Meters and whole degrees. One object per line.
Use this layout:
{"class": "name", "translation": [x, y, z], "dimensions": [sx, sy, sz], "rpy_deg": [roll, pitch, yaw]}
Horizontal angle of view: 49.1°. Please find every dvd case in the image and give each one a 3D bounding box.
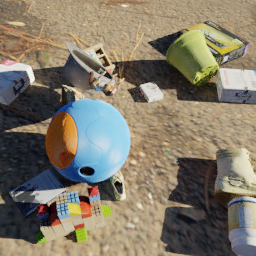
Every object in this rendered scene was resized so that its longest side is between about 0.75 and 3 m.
{"class": "dvd case", "translation": [-3.026, 2.157, 9.428], "dimensions": [1.540, 0.190, 1.157], "rpy_deg": [-31, 55, -26]}

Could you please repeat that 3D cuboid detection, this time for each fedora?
{"class": "fedora", "translation": [-1.752, -2.219, 11.290], "dimensions": [2.455, 1.109, 2.171], "rpy_deg": [31, 20, -28]}

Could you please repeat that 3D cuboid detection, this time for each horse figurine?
{"class": "horse figurine", "translation": [-0.811, -1.474, 9.298], "dimensions": [1.416, 0.353, 0.938], "rpy_deg": [20, 64, 29]}

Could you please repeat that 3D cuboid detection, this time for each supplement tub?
{"class": "supplement tub", "translation": [3.482, 2.882, 8.187], "dimensions": [1.047, 1.047, 1.450], "rpy_deg": [9, 48, 8]}

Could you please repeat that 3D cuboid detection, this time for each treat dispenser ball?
{"class": "treat dispenser ball", "translation": [-1.303, 0.422, 9.305], "dimensions": [2.781, 2.781, 2.781], "rpy_deg": [0, 48, 0]}

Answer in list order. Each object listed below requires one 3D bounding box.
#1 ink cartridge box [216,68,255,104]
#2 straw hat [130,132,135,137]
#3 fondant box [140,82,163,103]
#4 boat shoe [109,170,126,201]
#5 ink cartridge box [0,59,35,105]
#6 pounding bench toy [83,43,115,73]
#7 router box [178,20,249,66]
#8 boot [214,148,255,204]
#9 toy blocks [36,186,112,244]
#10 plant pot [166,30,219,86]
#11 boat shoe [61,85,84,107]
{"class": "ink cartridge box", "translation": [5.115, -1.901, 12.661], "dimensions": [2.010, 0.847, 1.467], "rpy_deg": [5, 48, 4]}
{"class": "straw hat", "translation": [-0.379, 0.239, 10.929], "dimensions": [1.203, 1.203, 0.509], "rpy_deg": [35, 98, 28]}
{"class": "fondant box", "translation": [1.060, -1.649, 12.819], "dimensions": [0.716, 0.289, 0.993], "rpy_deg": [-17, 51, -15]}
{"class": "boat shoe", "translation": [-0.359, 1.826, 9.566], "dimensions": [0.474, 0.427, 1.315], "rpy_deg": [-9, 48, -8]}
{"class": "ink cartridge box", "translation": [-5.563, -2.131, 12.866], "dimensions": [1.464, 0.853, 2.022], "rpy_deg": [18, 50, 16]}
{"class": "pounding bench toy", "translation": [-1.557, -2.825, 13.409], "dimensions": [1.140, 1.835, 1.431], "rpy_deg": [-28, 85, -21]}
{"class": "router box", "translation": [4.523, -4.603, 15.147], "dimensions": [2.357, 0.783, 2.998], "rpy_deg": [-26, 53, -22]}
{"class": "boot", "translation": [4.219, 1.681, 9.409], "dimensions": [2.565, 0.933, 1.993], "rpy_deg": [7, 47, 10]}
{"class": "toy blocks", "translation": [-1.658, 2.482, 8.167], "dimensions": [2.358, 1.612, 1.178], "rpy_deg": [-12, 49, -10]}
{"class": "plant pot", "translation": [3.179, -3.126, 13.202], "dimensions": [2.104, 2.104, 1.934], "rpy_deg": [-19, 62, -17]}
{"class": "boat shoe", "translation": [-2.146, -1.137, 11.020], "dimensions": [0.931, 1.028, 2.884], "rpy_deg": [0, 7, -13]}
